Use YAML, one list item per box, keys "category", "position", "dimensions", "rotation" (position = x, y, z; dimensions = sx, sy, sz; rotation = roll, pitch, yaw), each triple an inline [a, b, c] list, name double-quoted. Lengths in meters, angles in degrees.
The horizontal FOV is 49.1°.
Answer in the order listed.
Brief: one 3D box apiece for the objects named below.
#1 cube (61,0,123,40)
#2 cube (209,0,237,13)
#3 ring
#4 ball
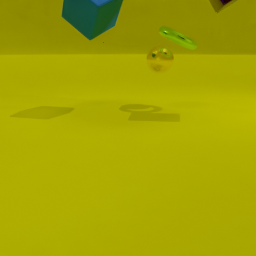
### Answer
- category: "cube"
  position: [-1.155, -4.001, 9.119]
  dimensions: [1.356, 1.356, 1.356]
  rotation: [41, 56, 7]
- category: "cube"
  position: [2.951, -4.307, 8.304]
  dimensions: [1.113, 1.113, 1.113]
  rotation: [-31, 6, 11]
- category: "ring"
  position: [1.770, -3.187, 9.898]
  dimensions: [1.480, 0.296, 1.480]
  rotation: [22, 24, -10]
- category: "ball"
  position: [1.193, -2.537, 10.417]
  dimensions: [1.016, 1.016, 1.016]
  rotation: [0, 16, 0]
